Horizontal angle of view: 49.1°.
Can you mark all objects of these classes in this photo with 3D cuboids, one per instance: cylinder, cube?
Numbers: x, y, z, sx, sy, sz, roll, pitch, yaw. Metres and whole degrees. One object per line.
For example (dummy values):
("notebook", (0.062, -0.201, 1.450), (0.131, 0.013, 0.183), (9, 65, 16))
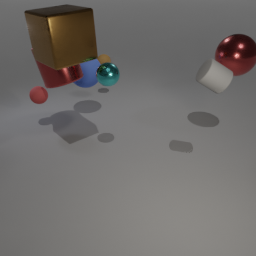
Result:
("cylinder", (2.304, -1.386, 7.497), (0.700, 0.700, 0.700), (28, 26, -13))
("cube", (-1.867, -2.626, 7.956), (1.400, 1.400, 1.400), (-26, 38, -32))
("cylinder", (-2.407, -2.256, 9.661), (1.400, 1.400, 1.400), (-14, 22, 6))

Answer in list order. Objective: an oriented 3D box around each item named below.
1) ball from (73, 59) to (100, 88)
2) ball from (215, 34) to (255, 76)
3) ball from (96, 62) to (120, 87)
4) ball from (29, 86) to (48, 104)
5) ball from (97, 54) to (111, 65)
("ball", (-1.809, -2.408, 11.845), (1.400, 1.400, 1.400), (0, 29, 0))
("ball", (3.689, -2.475, 9.548), (1.400, 1.400, 1.400), (0, 29, 0))
("ball", (-0.592, -1.574, 8.246), (0.700, 0.700, 0.700), (0, 29, 0))
("ball", (-3.491, -1.285, 10.961), (0.700, 0.700, 0.700), (0, 29, 0))
("ball", (-1.202, -3.323, 13.964), (0.700, 0.700, 0.700), (0, 29, 0))
